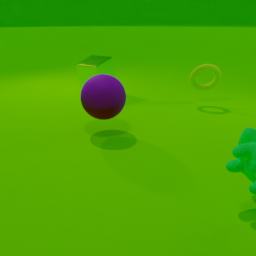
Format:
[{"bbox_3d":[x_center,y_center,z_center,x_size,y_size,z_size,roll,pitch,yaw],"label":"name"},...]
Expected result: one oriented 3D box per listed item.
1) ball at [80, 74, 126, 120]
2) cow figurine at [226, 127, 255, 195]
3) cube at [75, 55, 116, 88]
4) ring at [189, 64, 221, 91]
[{"bbox_3d":[-0.638,-0.801,7.265,1.178,1.178,1.178,0,22,0],"label":"ball"},{"bbox_3d":[2.125,0.470,4.462,1.110,0.619,1.129,-12,41,-23],"label":"cow figurine"},{"bbox_3d":[-1.245,-2.163,10.996,1.040,1.040,1.040,14,40,33],"label":"cube"},{"bbox_3d":[2.617,-1.704,9.507,1.068,1.068,0.214,0,47,-1],"label":"ring"}]
